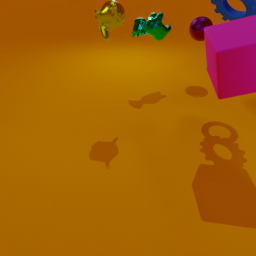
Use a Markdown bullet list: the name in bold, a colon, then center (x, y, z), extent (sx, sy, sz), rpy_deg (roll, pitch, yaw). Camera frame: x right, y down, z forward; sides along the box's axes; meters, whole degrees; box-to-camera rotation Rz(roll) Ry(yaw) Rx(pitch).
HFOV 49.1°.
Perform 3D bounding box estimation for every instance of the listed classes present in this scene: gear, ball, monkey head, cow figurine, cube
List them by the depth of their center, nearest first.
- **cube**: center (2.493, -1.587, 6.300), extent (1.240, 1.240, 1.240), rpy_deg (-11, 42, 10)
- **gear**: center (2.894, -3.316, 7.501), extent (1.363, 1.363, 0.252), rpy_deg (31, 81, 38)
- **monkey head**: center (-0.433, -2.887, 7.560), extent (0.802, 0.957, 1.331), rpy_deg (-13, 5, 9)
- **cow figurine**: center (0.833, -3.594, 10.271), extent (0.759, 1.383, 1.361), rpy_deg (25, 78, 50)
- **ball**: center (2.856, -3.861, 10.921), extent (0.922, 0.922, 0.922), rpy_deg (0, 33, 0)
